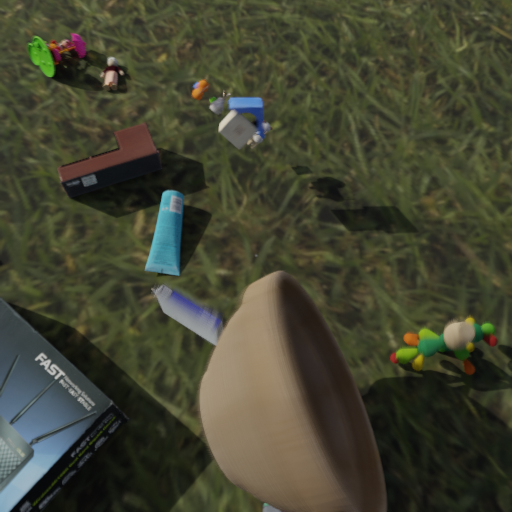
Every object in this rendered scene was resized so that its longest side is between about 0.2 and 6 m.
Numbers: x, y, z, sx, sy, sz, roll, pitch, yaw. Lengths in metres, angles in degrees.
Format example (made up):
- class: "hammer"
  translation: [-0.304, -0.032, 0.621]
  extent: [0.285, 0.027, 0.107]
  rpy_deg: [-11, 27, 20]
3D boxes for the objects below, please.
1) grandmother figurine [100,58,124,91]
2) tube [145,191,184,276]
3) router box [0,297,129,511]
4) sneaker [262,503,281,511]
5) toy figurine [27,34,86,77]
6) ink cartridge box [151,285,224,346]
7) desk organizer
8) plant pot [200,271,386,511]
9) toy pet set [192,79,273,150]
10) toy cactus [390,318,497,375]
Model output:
- class: "grandmother figurine"
  translation: [-3.203, -4.068, 12.464]
  extent: [0.515, 0.257, 0.849]
  rpy_deg: [0, 63, -10]
- class: "tube"
  translation: [-1.625, -0.424, 10.350]
  extent: [0.613, 0.399, 1.583]
  rpy_deg: [6, 68, -4]
- class: "router box"
  translation: [-4.073, 2.265, 8.455]
  extent: [3.406, 1.058, 2.552]
  rpy_deg: [36, 67, 18]
- class: "sneaker"
  translation: [0.365, 3.370, 8.148]
  extent: [0.837, 0.711, 1.911]
  rpy_deg: [25, 53, 24]
- class: "toy figurine"
  translation: [-4.400, -4.634, 12.623]
  extent: [1.065, 0.869, 1.158]
  rpy_deg: [-33, 40, -32]
- class: "ink cartridge box"
  translation: [-1.071, 0.935, 9.098]
  extent: [1.190, 1.192, 0.242]
  rpy_deg: [30, 70, 13]
- class: "desk organizer"
  translation: [-2.888, -1.866, 10.905]
  extent: [1.910, 0.685, 0.735]
  rpy_deg: [-20, 73, -11]
- class: "plant pot"
  translation: [0.320, 1.986, 7.235]
  extent: [1.522, 3.298, 3.298]
  rpy_deg: [-25, 61, 14]
- class: "toy pet set"
  translation: [-0.294, -2.637, 9.977]
  extent: [1.555, 0.826, 1.452]
  rpy_deg: [38, 22, -22]
- class: "toy cactus"
  translation: [3.041, 1.393, 8.774]
  extent: [1.702, 1.405, 0.870]
  rpy_deg: [-6, 70, -1]
